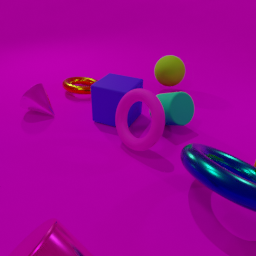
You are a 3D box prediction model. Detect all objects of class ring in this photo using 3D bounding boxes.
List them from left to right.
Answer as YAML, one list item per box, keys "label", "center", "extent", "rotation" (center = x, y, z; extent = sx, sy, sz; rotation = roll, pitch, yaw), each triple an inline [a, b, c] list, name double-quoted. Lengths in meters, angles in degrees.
- label: "ring"
  center: [-1.425, -1.346, 8.795]
  extent: [1.262, 0.252, 1.262]
  rotation: [6, 25, -3]
- label: "ring"
  center: [0.225, -0.173, 5.921]
  extent: [0.263, 1.317, 1.317]
  rotation: [-3, 25, -46]
- label: "ring"
  center: [1.754, 0.791, 4.668]
  extent: [1.877, 0.375, 1.877]
  rotation: [22, 13, -5]

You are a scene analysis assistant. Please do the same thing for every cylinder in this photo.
- label: "cylinder"
  center: [-0.814, 1.669, 3.004]
  extent: [0.977, 0.977, 0.977]
  rotation: [48, 38, -7]
- label: "cylinder"
  center: [1.050, -0.454, 6.767]
  extent: [0.786, 0.786, 0.786]
  rotation: [-21, 13, -30]

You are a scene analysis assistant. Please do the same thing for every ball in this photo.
- label: "ball"
  center: [1.274, -1.735, 8.553]
  extent: [0.934, 0.934, 0.934]
  rotation: [0, 32, 0]

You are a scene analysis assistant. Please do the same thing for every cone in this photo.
- label: "cone"
  center: [-2.252, -0.594, 7.483]
  extent: [0.857, 0.853, 0.853]
  rotation: [41, 43, 7]

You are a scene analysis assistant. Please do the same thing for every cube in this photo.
- label: "cube"
  center: [-0.263, -0.715, 7.177]
  extent: [1.000, 1.000, 1.000]
  rotation: [14, 33, 20]

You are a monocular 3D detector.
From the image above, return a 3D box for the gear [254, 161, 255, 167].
- label: "gear"
  center: [2.883, 0.765, 4.715]
  extent: [1.363, 0.252, 1.363]
  rotation: [13, 12, -3]
